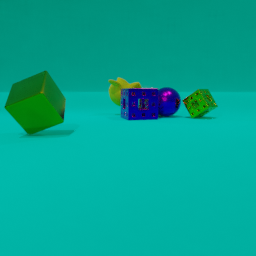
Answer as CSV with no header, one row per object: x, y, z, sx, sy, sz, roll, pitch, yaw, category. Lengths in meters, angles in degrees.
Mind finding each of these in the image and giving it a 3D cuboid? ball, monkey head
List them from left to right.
-0.132,-1.444,11.384,1.229,1.708,1.029,0,42,29,monkey head
1.478,-1.008,10.787,1.127,1.127,1.127,0,8,0,ball

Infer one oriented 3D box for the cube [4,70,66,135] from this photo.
-2.074,-0.574,6.430,0.926,0.926,0.926,-20,42,9,cube

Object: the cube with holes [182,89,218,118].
2.671,-0.907,10.381,0.780,0.780,0.780,-9,-22,-48,cube with holes

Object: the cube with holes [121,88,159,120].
0.394,-0.897,10.247,1.099,1.099,1.099,-2,8,-16,cube with holes
